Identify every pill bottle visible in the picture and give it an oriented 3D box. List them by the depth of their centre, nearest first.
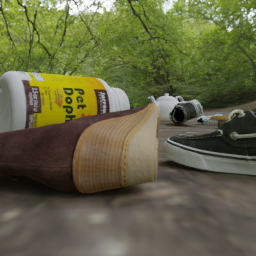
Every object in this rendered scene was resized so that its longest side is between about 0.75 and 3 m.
[{"bbox_3d":[-1.119,-0.345,5.199,2.285,1.248,1.248,-4,5,-38],"label":"pill bottle"}]

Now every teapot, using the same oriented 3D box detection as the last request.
[{"bbox_3d":[2.140,-1.156,15.358,1.948,1.441,1.973,1,3,9],"label":"teapot"}]

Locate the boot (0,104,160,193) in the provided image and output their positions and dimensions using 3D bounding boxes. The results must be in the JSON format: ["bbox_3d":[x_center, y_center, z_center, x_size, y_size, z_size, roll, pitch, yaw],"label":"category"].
[{"bbox_3d":[-0.492,0.095,2.842,1.609,0.700,1.934,2,8,7],"label":"boot"}]

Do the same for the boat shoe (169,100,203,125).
[{"bbox_3d":[2.023,-0.574,10.864,0.791,0.878,2.484,-21,-3,-9],"label":"boat shoe"}]

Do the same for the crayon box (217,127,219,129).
[{"bbox_3d":[3.091,-0.075,8.616,0.468,0.229,0.787,0,4,2],"label":"crayon box"}]

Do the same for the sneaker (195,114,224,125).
[{"bbox_3d":[3.128,-0.276,10.760,1.157,0.434,0.501,-8,4,44],"label":"sneaker"}]

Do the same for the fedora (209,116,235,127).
[{"bbox_3d":[2.326,-0.013,5.962,1.193,0.487,1.193,2,3,0],"label":"fedora"}]

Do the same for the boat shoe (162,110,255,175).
[{"bbox_3d":[1.290,0.128,2.884,1.988,0.633,0.703,3,5,33],"label":"boat shoe"}]

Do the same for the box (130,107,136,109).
[{"bbox_3d":[-0.439,-0.376,9.582,2.255,0.653,2.838,1,3,19],"label":"box"}]
